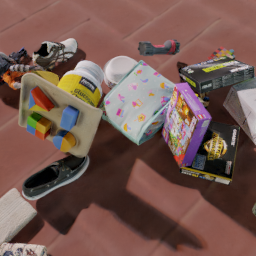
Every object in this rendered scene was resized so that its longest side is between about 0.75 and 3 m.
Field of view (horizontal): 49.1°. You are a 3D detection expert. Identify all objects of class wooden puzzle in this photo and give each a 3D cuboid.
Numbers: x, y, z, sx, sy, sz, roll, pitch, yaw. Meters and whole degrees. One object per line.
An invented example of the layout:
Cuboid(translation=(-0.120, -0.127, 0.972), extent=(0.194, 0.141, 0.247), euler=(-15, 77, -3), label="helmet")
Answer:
Cuboid(translation=(-2.316, -0.214, 8.917), extent=(2.585, 2.395, 0.599), euler=(26, 43, 1), label="wooden puzzle")
Cuboid(translation=(4.360, -3.325, 12.900), extent=(1.389, 0.098, 0.824), euler=(-38, 65, -21), label="wooden puzzle")

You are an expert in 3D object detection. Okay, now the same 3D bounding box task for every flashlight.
Cuboid(translation=(1.317, -3.436, 11.893), extent=(2.050, 0.697, 0.694), euler=(-11, 26, -36), label="flashlight")

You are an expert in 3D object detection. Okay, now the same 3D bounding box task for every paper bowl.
Cuboid(translation=(-0.247, -2.409, 11.909), extent=(1.603, 0.834, 1.603), euler=(-1, 59, 1), label="paper bowl")

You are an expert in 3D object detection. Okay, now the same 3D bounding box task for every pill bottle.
Cuboid(translation=(-1.972, -1.104, 10.604), extent=(1.649, 1.649, 2.944), euler=(16, 60, 10), label="pill bottle")

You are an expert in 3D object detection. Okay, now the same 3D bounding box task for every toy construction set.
Cuboid(translation=(2.600, -1.235, 11.266), extent=(1.760, 0.811, 1.154), euler=(-17, 35, -18), label="toy construction set")

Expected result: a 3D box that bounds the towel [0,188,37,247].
Cuboid(translation=(-3.979, 2.979, 8.876), extent=(1.260, 0.328, 1.902), euler=(38, 65, 19), label="towel")

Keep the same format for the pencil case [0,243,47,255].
Cuboid(translation=(-3.079, 3.749, 8.260), extent=(1.359, 0.529, 0.608), euler=(3, 54, 1), label="pencil case")

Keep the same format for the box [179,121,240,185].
Cuboid(translation=(2.934, 0.766, 10.020), extent=(1.758, 0.543, 2.202), euler=(12, 59, 17), label="box")

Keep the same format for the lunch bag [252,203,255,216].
Cuboid(translation=(5.304, 2.399, 8.354), extent=(2.559, 1.783, 2.146), euler=(-34, 66, -20), label="lunch bag")

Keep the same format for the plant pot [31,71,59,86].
Cuboid(translation=(-3.289, -1.675, 11.390), extent=(1.041, 1.011, 1.018), euler=(-9, 58, -13), label="plant pot")

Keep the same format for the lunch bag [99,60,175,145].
Cuboid(translation=(0.446, -0.827, 10.444), extent=(2.207, 1.580, 2.591), euler=(39, 75, 21), label="lunch bag")

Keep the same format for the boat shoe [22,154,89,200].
Cuboid(translation=(-2.368, 1.522, 9.432), extent=(2.501, 0.708, 0.858), euler=(-33, 65, -27), label="boat shoe")

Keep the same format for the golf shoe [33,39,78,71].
Cuboid(translation=(-3.162, -3.432, 12.375), extent=(0.935, 1.136, 2.404), euler=(33, 62, 20), label="golf shoe")

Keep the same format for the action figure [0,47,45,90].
Cuboid(translation=(-4.885, -2.704, 11.772), extent=(2.718, 1.469, 2.809), euler=(21, 59, 4), label="action figure")

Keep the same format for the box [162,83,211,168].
Cuboid(translation=(1.771, -0.043, 9.003), extent=(0.457, 2.340, 1.601), euler=(-10, 49, -15), label="box")

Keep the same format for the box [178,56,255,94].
Cuboid(translation=(3.464, -2.214, 11.281), extent=(2.253, 0.535, 2.176), euler=(-16, 25, -4), label="box")

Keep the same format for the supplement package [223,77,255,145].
Cuboid(translation=(4.852, -0.640, 10.560), extent=(1.189, 1.235, 2.171), euler=(-22, 61, -13), label="supplement package")
